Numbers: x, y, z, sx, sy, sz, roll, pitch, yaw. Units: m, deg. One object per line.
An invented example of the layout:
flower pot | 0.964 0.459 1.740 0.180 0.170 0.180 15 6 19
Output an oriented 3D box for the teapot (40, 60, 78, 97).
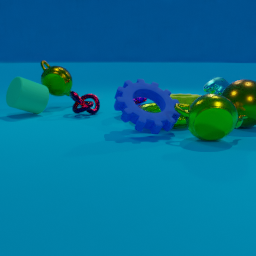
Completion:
teapot | -2.547 -1.750 10.421 1.164 1.873 0.917 -32 24 24

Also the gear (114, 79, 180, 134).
gear | 0.482 -0.573 6.959 1.640 0.303 1.640 11 46 -12

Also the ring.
ring | 1.117 -0.427 8.236 2.065 0.413 2.065 -2 15 1

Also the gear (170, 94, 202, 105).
gear | 1.616 -0.872 8.421 1.154 0.213 1.154 -1 12 0

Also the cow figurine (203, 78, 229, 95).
cow figurine | 2.906 -1.067 8.968 0.839 1.528 1.503 36 57 26

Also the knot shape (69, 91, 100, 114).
knot shape | -1.432 -0.776 9.055 1.093 0.505 1.023 19 27 -10

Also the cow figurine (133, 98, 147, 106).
cow figurine | 0.080 -0.926 9.254 1.212 0.665 1.192 -20 -2 -42

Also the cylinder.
cylinder | -3.224 -1.031 9.007 0.983 0.983 0.983 14 -2 43

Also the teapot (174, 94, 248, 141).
teapot | 1.918 -0.283 6.340 1.786 1.110 0.874 11 32 -2

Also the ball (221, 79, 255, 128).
ball | 3.092 -0.645 7.456 1.279 1.279 1.279 0 14 0
